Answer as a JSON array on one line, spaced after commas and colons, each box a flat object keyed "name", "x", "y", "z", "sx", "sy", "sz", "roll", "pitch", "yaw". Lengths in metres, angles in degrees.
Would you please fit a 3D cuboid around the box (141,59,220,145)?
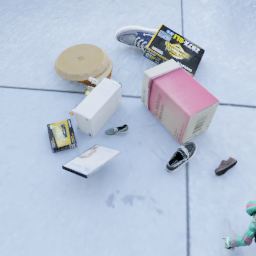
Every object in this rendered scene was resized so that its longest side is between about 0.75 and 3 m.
[{"name": "box", "x": 1.970, "y": -1.085, "z": 11.338, "sx": 1.555, "sy": 1.824, "sz": 2.853, "roll": -27, "pitch": 58, "yaw": -21}]

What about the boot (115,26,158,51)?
[{"name": "boot", "x": 0.762, "y": -4.420, "z": 14.308, "sx": 2.780, "sy": 1.011, "sz": 1.256, "roll": -2, "pitch": 57, "yaw": -8}]

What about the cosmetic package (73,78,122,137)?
[{"name": "cosmetic package", "x": -1.199, "y": -0.860, "z": 11.584, "sx": 0.900, "sy": 1.252, "sz": 2.218, "roll": 27, "pitch": 56, "yaw": 19}]

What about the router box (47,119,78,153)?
[{"name": "router box", "x": -2.660, "y": 0.303, "z": 11.267, "sx": 1.001, "sy": 0.333, "sz": 1.273, "roll": -15, "pitch": 55, "yaw": -11}]

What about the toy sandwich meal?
[{"name": "toy sandwich meal", "x": -2.064, "y": -2.932, "z": 13.356, "sx": 2.875, "sy": 0.984, "sz": 2.875, "roll": -2, "pitch": 52, "yaw": 3}]

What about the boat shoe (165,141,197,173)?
[{"name": "boat shoe", "x": 2.043, "y": 0.989, "z": 10.609, "sx": 1.686, "sy": 0.576, "sz": 0.622, "roll": -34, "pitch": 60, "yaw": -22}]

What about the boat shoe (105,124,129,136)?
[{"name": "boat shoe", "x": -0.469, "y": 0.054, "z": 11.469, "sx": 1.016, "sy": 0.314, "sz": 0.370, "roll": -11, "pitch": 54, "yaw": -8}]

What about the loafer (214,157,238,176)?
[{"name": "loafer", "x": 3.588, "y": 1.421, "z": 10.460, "sx": 1.080, "sy": 0.394, "sz": 0.383, "roll": -24, "pitch": 47, "yaw": -24}]

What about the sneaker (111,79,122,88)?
[{"name": "sneaker", "x": -0.762, "y": -1.732, "z": 12.687, "sx": 0.722, "sy": 0.451, "sz": 1.225, "roll": 22, "pitch": 54, "yaw": 23}]

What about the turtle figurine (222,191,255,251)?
[{"name": "turtle figurine", "x": 4.061, "y": 3.317, "z": 8.425, "sx": 2.221, "sy": 1.493, "sz": 2.966, "roll": -10, "pitch": 60, "yaw": -8}]

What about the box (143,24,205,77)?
[{"name": "box", "x": 2.268, "y": -3.639, "z": 13.540, "sx": 2.582, "sy": 0.637, "sz": 2.062, "roll": 31, "pitch": 56, "yaw": -2}]

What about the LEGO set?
[{"name": "LEGO set", "x": -1.927, "y": -1.270, "z": 12.232, "sx": 0.732, "sy": 0.904, "sz": 1.966, "roll": 26, "pitch": 80, "yaw": 37}]

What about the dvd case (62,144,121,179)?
[{"name": "dvd case", "x": -1.301, "y": 1.145, "z": 10.066, "sx": 1.273, "sy": 0.157, "sz": 1.784, "roll": 12, "pitch": 32, "yaw": 37}]
